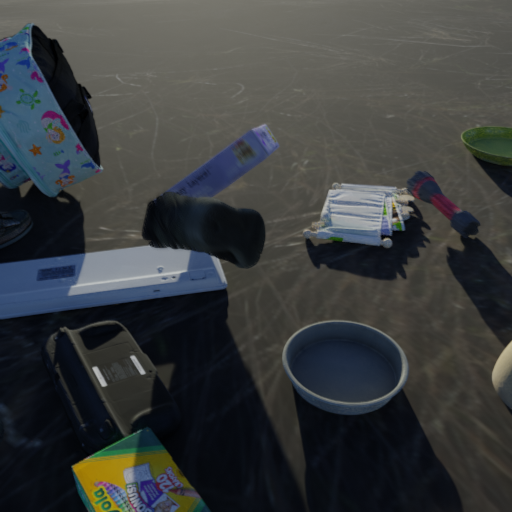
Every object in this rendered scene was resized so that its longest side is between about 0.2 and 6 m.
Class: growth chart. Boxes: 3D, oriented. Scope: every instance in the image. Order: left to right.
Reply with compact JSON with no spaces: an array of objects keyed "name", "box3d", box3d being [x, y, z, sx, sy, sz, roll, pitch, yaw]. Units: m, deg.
[{"name":"growth chart","box3d":[2.031,-0.838,10.556,1.773,0.217,2.450,11,33,15]}]

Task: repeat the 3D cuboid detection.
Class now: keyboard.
[{"name":"keyboard","box3d":[-3.072,0.404,8.610,5.096,0.272,1.434,-7,28,-12]}]

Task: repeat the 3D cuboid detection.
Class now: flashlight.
[{"name":"flashlight","box3d":[3.394,-0.960,10.246,0.521,0.523,1.540,-22,48,-13]}]

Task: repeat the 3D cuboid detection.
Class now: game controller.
[{"name":"game controller","box3d":[-1.779,1.501,6.720,1.149,0.464,2.203,-4,29,-34]}]

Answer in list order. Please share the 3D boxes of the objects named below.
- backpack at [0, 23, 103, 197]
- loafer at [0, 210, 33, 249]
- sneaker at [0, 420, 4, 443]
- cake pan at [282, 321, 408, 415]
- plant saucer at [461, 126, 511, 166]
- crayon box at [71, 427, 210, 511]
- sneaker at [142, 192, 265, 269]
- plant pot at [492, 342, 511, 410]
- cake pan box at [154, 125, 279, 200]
[{"name":"backpack","box3d":[-4.441,-2.756,11.169,2.465,2.907,3.274,-30,43,-7]},{"name":"loafer","box3d":[-4.640,-0.406,9.484,0.696,0.609,1.938,17,36,25]},{"name":"sneaker","box3d":[-3.705,1.878,5.621,2.144,0.850,1.024,-13,33,-21]},{"name":"cake pan","box3d":[1.088,1.378,6.938,1.531,0.281,1.531,0,32,0]},{"name":"plant saucer","box3d":[5.905,-2.564,13.219,2.098,0.326,2.098,0,31,0]},{"name":"crayon box","box3d":[-1.040,2.361,5.229,0.847,0.415,1.425,-21,38,-30]},{"name":"sneaker","box3d":[-0.672,-0.364,7.401,1.214,0.810,2.119,14,0,26]},{"name":"plant pot","box3d":[3.552,1.271,6.556,1.308,0.878,1.308,0,33,0]},{"name":"cake pan box","box3d":[-0.631,-1.376,9.376,2.080,0.544,1.916,-33,7,16]}]
